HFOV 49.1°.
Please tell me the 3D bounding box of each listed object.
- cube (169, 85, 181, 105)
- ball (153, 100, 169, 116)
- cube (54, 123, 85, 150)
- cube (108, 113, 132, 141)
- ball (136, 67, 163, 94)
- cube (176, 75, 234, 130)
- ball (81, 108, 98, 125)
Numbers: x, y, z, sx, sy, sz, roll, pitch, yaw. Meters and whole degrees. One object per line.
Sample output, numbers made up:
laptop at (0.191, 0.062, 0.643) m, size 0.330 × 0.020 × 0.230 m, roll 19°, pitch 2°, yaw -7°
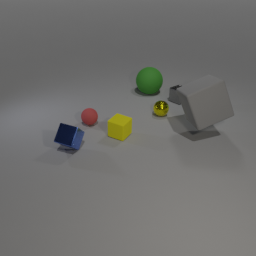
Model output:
cube at (2.513, -1.649, 13.806) m, size 0.700 × 0.700 × 0.700 m, roll -22°, pitch 35°, yaw -36°
ball at (1.465, -0.869, 12.392) m, size 0.700 × 0.700 × 0.700 m, roll 0°, pitch 29°, yaw 0°
cube at (-2.044, 0.305, 9.810) m, size 0.700 × 0.700 × 0.700 m, roll 14°, pitch -11°, yaw 15°
cube at (-0.310, -0.039, 10.768) m, size 0.700 × 0.700 × 0.700 m, roll 18°, pitch 37°, yaw 24°
ball at (1.114, -2.467, 14.590) m, size 1.400 × 1.400 × 1.400 m, roll 0°, pitch 29°, yaw 0°
cube at (2.806, -0.973, 10.336) m, size 1.400 × 1.400 × 1.400 m, roll -24°, pitch 19°, yaw 2°
ball at (-1.594, -0.478, 11.602) m, size 0.700 × 0.700 × 0.700 m, roll 0°, pitch 29°, yaw 0°
